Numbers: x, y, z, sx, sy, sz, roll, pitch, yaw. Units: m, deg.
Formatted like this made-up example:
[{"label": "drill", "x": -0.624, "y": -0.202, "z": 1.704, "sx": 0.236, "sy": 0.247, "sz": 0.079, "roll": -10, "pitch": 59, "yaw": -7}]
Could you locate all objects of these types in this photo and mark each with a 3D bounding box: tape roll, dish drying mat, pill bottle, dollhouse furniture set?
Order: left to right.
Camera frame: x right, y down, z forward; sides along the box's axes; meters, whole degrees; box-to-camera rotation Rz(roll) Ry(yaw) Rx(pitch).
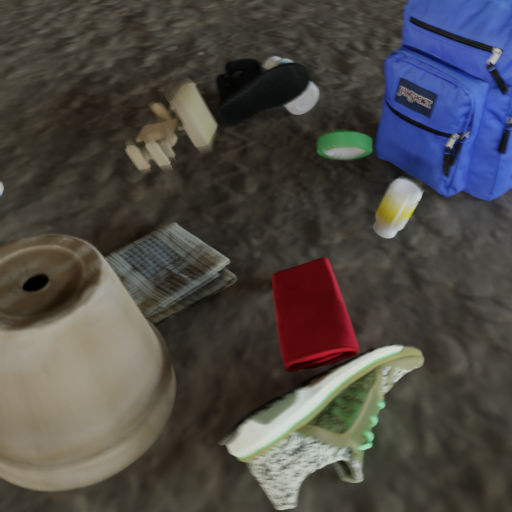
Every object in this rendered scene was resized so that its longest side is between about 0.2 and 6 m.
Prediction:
[{"label": "dollhouse furniture set", "x": -1.814, "y": -2.747, "z": 11.491, "sx": 1.614, "sy": 1.050, "sz": 1.482, "roll": -3, "pitch": 48, "yaw": 29}, {"label": "pill bottle", "x": 0.793, "y": -4.331, "z": 14.036, "sx": 0.873, "sy": 0.873, "sz": 1.576, "roll": -23, "pitch": 60, "yaw": -23}, {"label": "dish drying mat", "x": 0.800, "y": 0.795, "z": 8.417, "sx": 1.032, "sy": 0.244, "sz": 2.687, "roll": -19, "pitch": 23, "yaw": 6}, {"label": "tape roll", "x": 1.805, "y": -2.239, "z": 11.453, "sx": 1.088, "sy": 1.088, "sz": 0.262, "roll": 2, "pitch": 84, "yaw": 2}, {"label": "pill bottle", "x": 2.497, "y": -0.823, "z": 10.068, "sx": 0.565, "sy": 1.005, "sz": 0.565, "roll": 11, "pitch": 42, "yaw": -10}]

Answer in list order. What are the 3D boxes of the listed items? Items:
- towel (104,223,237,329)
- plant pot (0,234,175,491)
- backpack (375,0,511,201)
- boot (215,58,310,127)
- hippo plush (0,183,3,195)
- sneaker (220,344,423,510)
[{"label": "towel", "x": -1.582, "y": 0.246, "z": 9.570, "sx": 1.887, "sy": 0.338, "sz": 1.960, "roll": -30, "pitch": 51, "yaw": -32}, {"label": "plant pot", "x": -2.502, "y": 1.129, "z": 7.127, "sx": 2.762, "sy": 2.396, "sz": 2.762, "roll": 1, "pitch": 42, "yaw": -1}, {"label": "backpack", "x": 4.240, "y": -3.403, "z": 10.865, "sx": 3.374, "sy": 4.021, "sz": 3.267, "roll": -32, "pitch": 52, "yaw": -30}, {"label": "boot", "x": 0.064, "y": -4.365, "z": 13.781, "sx": 2.443, "sy": 0.933, "sz": 2.053, "roll": -24, "pitch": 41, "yaw": 18}, {"label": "hippo plush", "x": -5.478, "y": -0.555, "z": 9.356, "sx": 2.346, "sy": 1.869, "sz": 1.886, "roll": -12, "pitch": 43, "yaw": -13}, {"label": "sneaker", "x": 1.085, "y": 2.175, "z": 7.254, "sx": 3.066, "sy": 1.179, "sz": 1.358, "roll": -22, "pitch": 78, "yaw": -25}]
